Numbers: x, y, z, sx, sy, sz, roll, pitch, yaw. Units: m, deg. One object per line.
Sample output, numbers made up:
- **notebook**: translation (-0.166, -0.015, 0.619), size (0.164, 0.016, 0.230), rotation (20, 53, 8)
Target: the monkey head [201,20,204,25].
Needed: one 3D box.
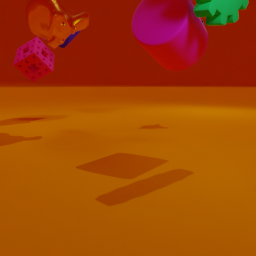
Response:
- **monkey head**: translation (1.933, -3.195, 8.799), size (0.765, 1.063, 0.641), rotation (-30, 49, 8)

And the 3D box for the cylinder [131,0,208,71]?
- **cylinder**: translation (0.748, -1.673, 4.879), size (1.036, 1.036, 1.036), rotation (6, -10, 32)

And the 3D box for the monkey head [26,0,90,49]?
- **monkey head**: translation (-1.764, -2.758, 6.931), size (1.395, 1.169, 1.939), rotation (-30, -13, -25)

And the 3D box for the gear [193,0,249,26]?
- **gear**: translation (1.389, -2.288, 4.102), size (1.458, 1.458, 0.270), rotation (-8, 18, -41)

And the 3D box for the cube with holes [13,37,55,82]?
- **cube with holes**: translation (-3.208, -2.350, 9.648), size (0.900, 0.900, 0.900), rotation (-22, -41, 19)

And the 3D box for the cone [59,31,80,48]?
- **cone**: translation (-2.114, -3.900, 10.784), size (1.332, 1.327, 1.327), rotation (-27, 24, -34)
